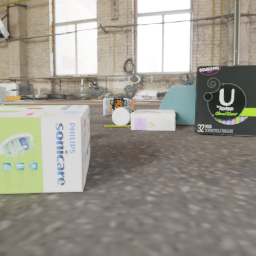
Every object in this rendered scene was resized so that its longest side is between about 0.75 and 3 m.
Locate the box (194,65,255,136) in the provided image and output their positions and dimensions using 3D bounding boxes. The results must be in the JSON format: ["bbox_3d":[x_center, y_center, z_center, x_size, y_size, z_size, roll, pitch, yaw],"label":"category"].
[{"bbox_3d":[3.680,-0.898,9.089,2.909,2.160,1.808,2,7,13],"label":"box"}]

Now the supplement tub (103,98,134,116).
[{"bbox_3d":[-0.526,-1.170,15.737,1.686,1.033,1.033,-1,7,-3],"label":"supplement tub"}]

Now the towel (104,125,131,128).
[{"bbox_3d":[-0.394,-0.056,10.813,0.998,0.090,0.429,0,2,10],"label":"towel"}]

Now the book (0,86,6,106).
[{"bbox_3d":[-3.919,-0.318,6.740,0.556,1.546,2.314,19,11,7],"label":"book"}]

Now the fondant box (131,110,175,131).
[{"bbox_3d":[1.018,-0.340,10.783,1.570,0.634,2.177,1,6,9],"label":"fondant box"}]

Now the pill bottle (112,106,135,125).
[{"bbox_3d":[-0.131,-0.519,11.694,0.754,0.754,1.332,2,8,13],"label":"pill bottle"}]

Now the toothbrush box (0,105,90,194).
[{"bbox_3d":[-1.924,0.223,4.460,2.555,1.100,1.860,1,9,-5],"label":"toothbrush box"}]

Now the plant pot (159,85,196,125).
[{"bbox_3d":[2.565,-1.100,12.784,2.449,1.650,2.449,-1,7,0],"label":"plant pot"}]
